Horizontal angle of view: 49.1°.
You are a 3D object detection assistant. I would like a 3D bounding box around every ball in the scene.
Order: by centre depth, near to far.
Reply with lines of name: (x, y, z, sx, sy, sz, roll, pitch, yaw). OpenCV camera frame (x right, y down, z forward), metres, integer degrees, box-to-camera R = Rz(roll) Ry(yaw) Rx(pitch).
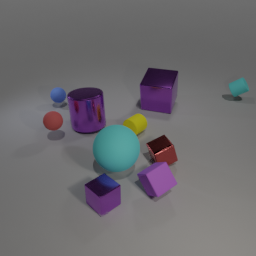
ball: (-0.345, 0.601, 8.316, 1.400, 1.400, 1.400, 0, 30, 0)
ball: (-2.681, -0.256, 10.017, 0.700, 0.700, 0.700, 0, 30, 0)
ball: (-3.154, -1.484, 12.669, 0.700, 0.700, 0.700, 0, 30, 0)

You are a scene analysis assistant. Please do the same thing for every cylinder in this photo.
cylinder: (0.275, -0.120, 10.825, 0.700, 0.700, 0.700, 22, 35, 32)
cylinder: (-1.621, -0.736, 11.105, 1.400, 1.400, 1.400, -2, 27, 1)
cylinder: (5.244, -1.930, 13.257, 0.700, 0.700, 0.700, -25, 16, 33)

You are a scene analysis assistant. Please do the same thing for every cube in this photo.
cube: (-0.674, 1.793, 7.572, 0.700, 0.700, 0.700, -25, 39, -36)
cube: (0.803, 1.425, 7.826, 0.700, 0.700, 0.700, -29, 2, -21)
cube: (1.105, 0.781, 9.121, 0.700, 0.700, 0.700, -26, 35, -6)
cube: (1.408, -1.688, 12.549, 1.400, 1.400, 1.400, 10, 46, 16)
